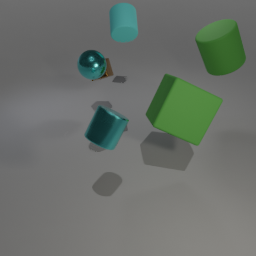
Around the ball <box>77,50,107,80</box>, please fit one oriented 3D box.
[{"bbox_3d":[-0.862,-1.510,6.705,0.700,0.700,0.700,0,31,0],"label":"ball"}]

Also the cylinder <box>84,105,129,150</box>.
[{"bbox_3d":[-0.438,-0.012,5.740,0.700,0.700,0.700,26,8,-4],"label":"cylinder"}]

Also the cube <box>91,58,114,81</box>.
[{"bbox_3d":[-1.072,-2.263,10.850,0.700,0.700,0.700,-13,11,20],"label":"cube"}]

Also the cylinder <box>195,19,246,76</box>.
[{"bbox_3d":[3.237,-2.796,9.777,1.400,1.400,1.400,-22,36,17],"label":"cylinder"}]

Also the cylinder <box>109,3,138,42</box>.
[{"bbox_3d":[-0.115,-2.687,7.180,0.700,0.700,0.700,-3,73,-5],"label":"cylinder"}]

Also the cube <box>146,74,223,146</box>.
[{"bbox_3d":[1.489,-0.559,7.851,1.400,1.400,1.400,23,12,-11],"label":"cube"}]
